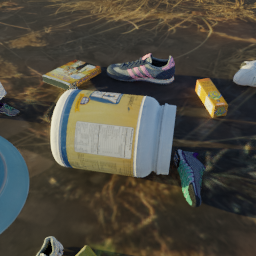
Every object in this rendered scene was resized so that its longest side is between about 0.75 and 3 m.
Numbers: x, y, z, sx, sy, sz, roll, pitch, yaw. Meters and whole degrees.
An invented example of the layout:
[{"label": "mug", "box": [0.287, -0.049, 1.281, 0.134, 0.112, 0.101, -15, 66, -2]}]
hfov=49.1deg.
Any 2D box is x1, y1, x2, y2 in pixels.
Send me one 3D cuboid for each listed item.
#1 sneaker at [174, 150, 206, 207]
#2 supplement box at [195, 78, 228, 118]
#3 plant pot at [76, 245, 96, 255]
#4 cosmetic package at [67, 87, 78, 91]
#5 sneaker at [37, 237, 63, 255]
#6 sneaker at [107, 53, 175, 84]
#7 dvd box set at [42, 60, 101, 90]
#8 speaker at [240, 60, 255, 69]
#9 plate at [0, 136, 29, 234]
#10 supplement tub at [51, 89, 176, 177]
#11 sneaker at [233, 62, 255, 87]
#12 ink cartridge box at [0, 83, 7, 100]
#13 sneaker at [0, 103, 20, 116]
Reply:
[{"label": "sneaker", "box": [1.789, 1.238, 7.367, 0.782, 0.665, 1.786, -1, 43, -8]}, {"label": "supplement box", "box": [2.931, -1.087, 9.889, 0.534, 0.552, 1.605, -10, 47, -7]}, {"label": "plant pot", "box": [-0.662, 3.419, 4.211, 1.986, 1.941, 1.928, 38, 54, 18]}, {"label": "cosmetic package", "box": [-1.934, -1.105, 10.117, 0.396, 0.243, 0.959, -13, 45, -12]}, {"label": "sneaker", "box": [-1.755, 2.896, 5.660, 0.529, 0.571, 1.409, 7, 45, 4]}, {"label": "sneaker", "box": [0.492, -2.433, 10.886, 2.691, 1.104, 0.944, 4, 44, 4]}, {"label": "dvd box set", "box": [-2.167, -2.116, 10.972, 1.389, 0.279, 1.899, 22, 41, 26]}, {"label": "speaker", "box": [5.307, -2.500, 11.363, 1.402, 0.569, 0.569, -13, 45, -12]}, {"label": "plate", "box": [-2.231, 0.625, 3.527, 1.915, 0.245, 1.915, 16, 43, -15]}, {"label": "supplement tub", "box": [-0.297, 0.145, 7.417, 2.932, 2.121, 2.121, 7, 44, 8]}, {"label": "sneaker", "box": [5.135, -1.896, 10.521, 2.232, 0.836, 1.112, -5, 44, -6]}, {"label": "ink cartridge box", "box": [-5.163, -1.102, 9.588, 1.524, 0.645, 1.102, 0, 42, 22]}, {"label": "sneaker", "box": [-4.098, -0.649, 9.548, 0.822, 0.360, 0.306, 11, 45, 12]}]
